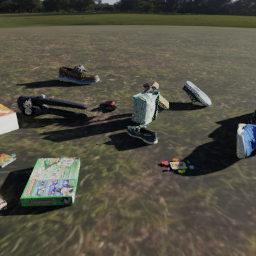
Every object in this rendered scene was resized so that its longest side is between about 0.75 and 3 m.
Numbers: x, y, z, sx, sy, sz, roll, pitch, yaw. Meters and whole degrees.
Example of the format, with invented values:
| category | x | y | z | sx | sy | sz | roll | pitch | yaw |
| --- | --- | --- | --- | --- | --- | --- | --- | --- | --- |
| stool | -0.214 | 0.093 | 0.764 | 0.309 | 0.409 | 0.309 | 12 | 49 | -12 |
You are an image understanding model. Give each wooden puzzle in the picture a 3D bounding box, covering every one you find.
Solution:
| category | x | y | z | sx | sy | sz | roll | pitch | yaw |
| --- | --- | --- | --- | --- | --- | --- | --- | --- | --- |
| wooden puzzle | -3.599 | 0.930 | 8.015 | 0.515 | 0.061 | 0.869 | 11 | 27 | 22 |

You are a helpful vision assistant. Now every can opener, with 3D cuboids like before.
| category | x | y | z | sx | sy | sz | roll | pitch | yaw |
| --- | --- | --- | --- | --- | --- | --- | --- | --- | --- |
| can opener | -2.910 | -0.836 | 10.797 | 2.825 | 0.896 | 1.111 | 4 | 25 | 10 |

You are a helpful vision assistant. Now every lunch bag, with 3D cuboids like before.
| category | x | y | z | sx | sy | sz | roll | pitch | yaw |
| --- | --- | --- | --- | --- | --- | --- | --- | --- | --- |
| lunch bag | 0.761 | -0.808 | 10.558 | 0.749 | 1.046 | 1.228 | 24 | 33 | 32 |

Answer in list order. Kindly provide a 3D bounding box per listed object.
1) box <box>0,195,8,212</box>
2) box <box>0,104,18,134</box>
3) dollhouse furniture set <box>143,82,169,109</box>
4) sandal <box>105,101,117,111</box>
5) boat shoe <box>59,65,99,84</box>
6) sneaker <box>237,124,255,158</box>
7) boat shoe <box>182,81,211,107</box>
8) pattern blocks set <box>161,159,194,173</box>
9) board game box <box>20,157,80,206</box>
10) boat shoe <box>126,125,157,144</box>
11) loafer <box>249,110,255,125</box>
| category | x | y | z | sx | sy | sz | roll | pitch | yaw |
| --- | --- | --- | --- | --- | --- | --- | --- | --- | --- |
| box | -3.258 | 1.656 | 6.301 | 0.697 | 0.203 | 1.018 | -21 | 32 | -37 |
| box | -4.625 | -0.324 | 10.006 | 1.295 | 0.631 | 0.806 | 23 | 33 | 39 |
| dollhouse furniture set | 1.050 | -0.993 | 11.099 | 0.966 | 1.361 | 1.079 | -55 | 19 | -13 |
| sandal | -0.761 | -1.015 | 11.915 | 0.436 | 0.261 | 1.160 | -6 | 26 | -13 |
| boat shoe | -2.738 | -2.955 | 15.312 | 2.418 | 0.875 | 0.873 | 6 | 26 | 13 |
| sneaker | 3.853 | 0.363 | 8.424 | 1.063 | 0.734 | 1.911 | 2 | 17 | 23 |
| boat shoe | 2.986 | -1.394 | 12.377 | 0.590 | 0.546 | 1.599 | -10 | 50 | -45 |
| pattern blocks set | 1.392 | 1.042 | 7.778 | 0.782 | 0.063 | 0.687 | -8 | 27 | -17 |
| board game box | -1.862 | 1.287 | 7.033 | 1.157 | 0.250 | 1.719 | -2 | 25 | -3 |
| boat shoe | 0.440 | 0.140 | 9.294 | 0.486 | 0.401 | 1.297 | -19 | 31 | -35 |
| loafer | 5.263 | -0.688 | 10.419 | 1.069 | 0.937 | 2.974 | 17 | 30 | 32 |
